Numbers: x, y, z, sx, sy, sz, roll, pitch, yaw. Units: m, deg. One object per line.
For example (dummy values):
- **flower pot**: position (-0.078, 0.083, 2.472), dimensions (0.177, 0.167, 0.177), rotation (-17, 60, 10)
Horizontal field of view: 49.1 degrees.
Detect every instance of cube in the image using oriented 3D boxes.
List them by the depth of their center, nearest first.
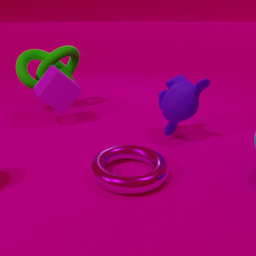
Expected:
- **cube**: position (-1.794, -0.986, 7.142), dimensions (0.802, 0.802, 0.802), rotation (38, 3, -33)

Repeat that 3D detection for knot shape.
- **knot shape**: position (-2.136, -1.706, 8.297), dimensions (1.779, 1.902, 0.879), rotation (-44, 37, 0)

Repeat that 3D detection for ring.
- **ring**: position (0.028, 0.695, 5.004), dimensions (1.413, 0.283, 1.413), rotation (1, 23, -1)

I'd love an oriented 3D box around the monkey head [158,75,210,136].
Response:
- **monkey head**: position (1.275, -0.576, 6.302), dimensions (1.116, 1.551, 0.935), rotation (10, 35, -36)
